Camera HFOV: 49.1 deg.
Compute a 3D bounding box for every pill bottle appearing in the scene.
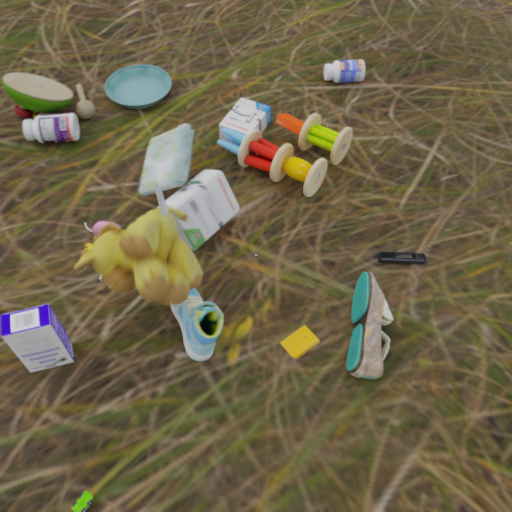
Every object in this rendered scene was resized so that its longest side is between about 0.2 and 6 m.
[{"bbox_3d":[-4.770,-2.962,13.039,1.151,0.641,0.641,-4,53,-4],"label":"pill bottle"},{"bbox_3d":[2.263,-4.758,14.440,0.978,0.548,0.548,-4,53,-4],"label":"pill bottle"}]

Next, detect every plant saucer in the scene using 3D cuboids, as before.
[{"bbox_3d":[-2.969,-4.233,14.205,1.663,0.299,1.663,0,53,-1],"label":"plant saucer"}]

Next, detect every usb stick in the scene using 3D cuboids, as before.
[{"bbox_3d":[2.888,0.036,11.121,0.932,0.152,0.258,2,47,2],"label":"usb stick"}]

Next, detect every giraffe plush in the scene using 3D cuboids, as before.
[{"bbox_3d":[-2.100,-0.011,9.438,1.642,1.747,2.024,-20,72,22],"label":"giraffe plush"}]

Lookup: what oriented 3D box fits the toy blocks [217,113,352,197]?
[{"bbox_3d":[0.598,-2.580,12.594,2.498,0.907,2.082,28,59,19],"label":"toy blocks"}]

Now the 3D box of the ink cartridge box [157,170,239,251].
[{"bbox_3d":[-1.125,-0.944,11.248,0.588,1.018,1.393,12,47,46],"label":"ink cartridge box"}]

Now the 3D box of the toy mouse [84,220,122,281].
[{"bbox_3d":[-2.896,-0.368,11.333,1.304,0.284,1.467,-29,58,-20],"label":"toy mouse"}]

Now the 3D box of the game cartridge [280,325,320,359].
[{"bbox_3d":[0.623,1.236,7.987,0.450,0.073,0.397,-34,39,-8],"label":"game cartridge"}]

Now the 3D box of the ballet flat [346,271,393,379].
[{"bbox_3d":[2.059,1.258,9.988,0.697,0.705,2.073,21,59,-10],"label":"ballet flat"}]

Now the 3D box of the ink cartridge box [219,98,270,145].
[{"bbox_3d":[-0.261,-3.149,13.285,0.823,0.475,1.127,22,56,15],"label":"ink cartridge box"}]

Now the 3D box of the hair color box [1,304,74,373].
[{"bbox_3d":[-3.610,1.393,9.323,0.766,1.402,0.454,-13,54,-9],"label":"hair color box"}]

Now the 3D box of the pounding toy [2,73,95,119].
[{"bbox_3d":[-5.096,-3.635,13.552,2.019,0.937,1.558,1,35,-36],"label":"pounding toy"}]

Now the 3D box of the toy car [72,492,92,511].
[{"bbox_3d":[-2.691,3.849,8.267,0.780,0.174,0.734,28,58,19],"label":"toy car"}]

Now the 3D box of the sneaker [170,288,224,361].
[{"bbox_3d":[-1.009,0.911,9.796,0.641,1.052,1.612,-9,60,-29],"label":"sneaker"}]

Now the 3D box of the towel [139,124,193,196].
[{"bbox_3d":[-1.815,-1.932,11.382,1.175,0.331,1.373,-12,62,41],"label":"towel"}]
